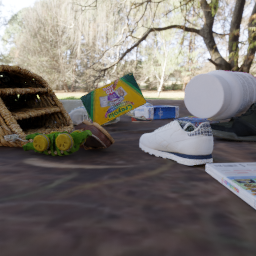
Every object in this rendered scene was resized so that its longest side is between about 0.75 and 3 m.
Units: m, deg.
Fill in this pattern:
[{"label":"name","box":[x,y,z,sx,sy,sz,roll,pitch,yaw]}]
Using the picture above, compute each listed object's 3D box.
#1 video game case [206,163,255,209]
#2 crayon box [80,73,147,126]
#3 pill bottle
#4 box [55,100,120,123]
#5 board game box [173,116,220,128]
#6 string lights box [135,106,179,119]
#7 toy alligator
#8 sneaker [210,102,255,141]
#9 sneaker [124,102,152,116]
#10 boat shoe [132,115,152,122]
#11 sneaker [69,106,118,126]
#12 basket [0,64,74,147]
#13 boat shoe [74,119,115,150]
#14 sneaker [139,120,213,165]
[{"label":"video game case","box":[2.035,0.782,3.933,1.288,0.162,1.799,0,7,-5]},{"label":"crayon box","box":[-0.531,-0.990,10.212,2.093,1.243,0.610,-27,2,-6]},{"label":"pill bottle","box":[2.974,-1.009,8.633,1.495,1.495,2.637,7,11,43]},{"label":"box","box":[-1.863,-0.726,12.293,2.894,0.989,1.189,-4,6,-29]},{"label":"board game box","box":[2.567,-0.110,9.691,1.472,0.454,1.472,7,10,38]},{"label":"string lights box","box":[1.508,-0.817,14.470,2.127,0.627,1.093,-5,9,-35]},{"label":"toy alligator","box":[-1.743,0.354,6.083,2.145,0.515,0.711,-3,6,21]},{"label":"sneaker","box":[3.360,-0.300,7.858,2.351,1.347,0.899,-1,5,11]},{"label":"sneaker","box":[0.742,-0.896,15.241,2.222,0.833,0.963,-11,26,-43]},{"label":"boat shoe","box":[0.626,-0.421,12.716,0.974,0.305,0.347,-1,6,-16]},{"label":"sneaker","box":[-1.362,-0.434,11.258,2.088,0.783,0.905,-5,18,-17]},{"label":"basket","box":[-3.073,-0.736,7.981,2.226,2.132,2.987,1,8,14]},{"label":"boat shoe","box":[-0.903,0.245,6.698,0.649,0.649,1.845,-42,18,-14]},{"label":"sneaker","box":[0.964,0.216,5.873,0.763,0.804,1.996,-8,9,-35]}]
